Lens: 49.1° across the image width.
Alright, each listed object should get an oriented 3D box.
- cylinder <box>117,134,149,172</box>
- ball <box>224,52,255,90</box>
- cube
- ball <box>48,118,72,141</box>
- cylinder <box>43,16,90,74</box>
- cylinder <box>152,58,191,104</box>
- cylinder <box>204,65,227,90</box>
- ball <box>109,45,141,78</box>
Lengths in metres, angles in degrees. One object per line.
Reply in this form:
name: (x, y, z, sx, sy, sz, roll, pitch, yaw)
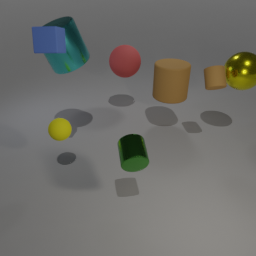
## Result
cylinder: (0.124, 0.621, 6.954, 0.700, 0.700, 0.700, -5, 51, -8)
ball: (4.233, -2.091, 10.314, 1.400, 1.400, 1.400, 0, 30, 0)
cube: (-2.218, -2.477, 7.931, 0.700, 0.700, 0.700, 2, 15, 8)
ball: (-2.076, 0.045, 8.532, 0.700, 0.700, 0.700, 0, 30, 0)
cylinder: (-2.189, -2.775, 9.428, 1.400, 1.400, 1.400, -15, 39, 12)
cylinder: (1.704, -1.869, 11.066, 1.400, 1.400, 1.400, 1, 30, 0)
cylinder: (2.976, -1.706, 9.573, 0.700, 0.700, 0.700, -4, -3, 0)
ball: (-0.132, -2.918, 12.276, 1.400, 1.400, 1.400, 0, 30, 0)
